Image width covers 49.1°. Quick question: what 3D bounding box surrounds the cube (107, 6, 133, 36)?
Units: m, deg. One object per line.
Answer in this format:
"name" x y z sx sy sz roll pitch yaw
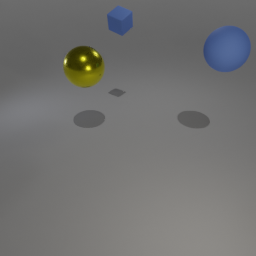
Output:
"cube" -0.297 -4.120 10.757 0.700 0.700 0.700 32 64 21

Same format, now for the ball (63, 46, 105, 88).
"ball" -1.485 -2.066 9.497 1.400 1.400 1.400 0 32 0

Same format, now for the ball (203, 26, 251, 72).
"ball" 3.085 -2.463 8.772 1.400 1.400 1.400 0 32 0
